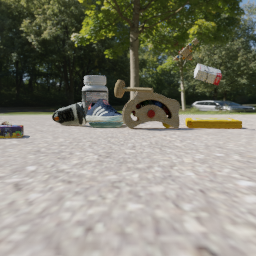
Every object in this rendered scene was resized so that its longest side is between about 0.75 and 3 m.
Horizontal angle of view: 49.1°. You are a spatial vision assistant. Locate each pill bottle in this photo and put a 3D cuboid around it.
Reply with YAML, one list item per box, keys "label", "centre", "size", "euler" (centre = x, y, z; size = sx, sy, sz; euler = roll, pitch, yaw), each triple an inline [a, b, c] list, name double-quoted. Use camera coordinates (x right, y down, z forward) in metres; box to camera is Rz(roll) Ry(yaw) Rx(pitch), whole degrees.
- label: "pill bottle"
  centre: [-1.848, -1.597, 15.759]
  size: [1.457, 2.558, 1.457]
  euler: [0, 4, 0]

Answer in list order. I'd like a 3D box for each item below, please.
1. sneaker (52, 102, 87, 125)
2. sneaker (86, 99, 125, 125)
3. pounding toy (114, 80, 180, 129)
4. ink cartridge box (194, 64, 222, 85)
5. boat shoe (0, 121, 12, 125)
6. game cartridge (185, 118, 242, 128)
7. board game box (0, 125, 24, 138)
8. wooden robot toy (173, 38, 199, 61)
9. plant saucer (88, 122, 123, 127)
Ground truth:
- label: "sneaker"
  centre: [-2.685, -0.526, 12.817]
  size: [1.093, 1.019, 2.756]
  euler: [-13, 4, -30]
- label: "sneaker"
  centre: [-1.003, -0.808, 13.148]
  size: [2.763, 1.167, 1.036]
  euler: [5, -8, 44]
- label: "pounding toy"
  centre: [0.674, -0.622, 10.500]
  size: [2.790, 1.595, 1.601]
  euler: [19, 2, -6]
- label: "ink cartridge box"
  centre: [3.151, -2.122, 11.073]
  size: [0.967, 0.401, 0.710]
  euler: [16, 35, 0]
- label: "boat shoe"
  centre: [-4.277, -0.057, 9.648]
  size: [0.328, 0.329, 0.912]
  euler: [-1, 10, -38]
- label: "game cartridge"
  centre: [3.494, -0.235, 11.824]
  size: [2.072, 0.381, 2.350]
  euler: [0, 3, 9]
- label: "board game box"
  centre: [-3.383, 0.085, 7.482]
  size: [1.081, 0.307, 0.894]
  euler: [-1, 3, -18]
- label: "wooden robot toy"
  centre: [2.309, -2.866, 10.777]
  size: [1.171, 0.531, 0.516]
  euler: [-43, 15, 10]
- label: "plant saucer"
  centre: [-0.917, -0.140, 11.636]
  size: [1.452, 0.199, 1.452]
  euler: [1, 2, 0]
